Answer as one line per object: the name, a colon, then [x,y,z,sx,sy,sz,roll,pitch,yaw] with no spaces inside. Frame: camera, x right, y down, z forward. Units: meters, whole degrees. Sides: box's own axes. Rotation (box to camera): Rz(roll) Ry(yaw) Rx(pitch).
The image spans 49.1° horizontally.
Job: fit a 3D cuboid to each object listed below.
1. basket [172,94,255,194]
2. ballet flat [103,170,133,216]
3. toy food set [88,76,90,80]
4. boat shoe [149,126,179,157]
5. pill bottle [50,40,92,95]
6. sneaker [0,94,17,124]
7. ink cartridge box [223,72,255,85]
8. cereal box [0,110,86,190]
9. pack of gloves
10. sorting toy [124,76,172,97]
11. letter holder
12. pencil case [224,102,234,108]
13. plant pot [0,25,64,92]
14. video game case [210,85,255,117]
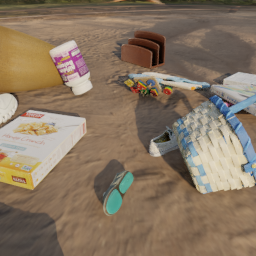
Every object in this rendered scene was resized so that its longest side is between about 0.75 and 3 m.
basket: [2.425,0.168,6.240,2.547,1.772,2.246,-27,26,14]
ballet flat: [-0.285,1.369,5.874,0.417,0.441,1.310,-16,18,31]
toy food set: [-2.362,-2.479,12.758,1.218,0.302,1.916,-22,36,-33]
boat shoe: [1.124,0.237,7.586,1.416,0.604,0.523,-20,35,-31]
pill bottle: [-2.078,-2.227,10.555,1.041,1.854,1.041,-21,23,9]
sneaker: [-4.537,-0.557,8.456,1.099,1.186,2.925,10,29,20]
ink cartridge box: [5.009,-1.954,11.748,1.485,0.322,1.458,23,35,39]
cereal box: [-2.554,0.384,7.372,1.964,0.540,2.730,9,30,15]
pack of gloves: [1.656,-1.747,11.425,2.997,0.591,2.518,19,19,32]
sorting toy: [0.664,-1.484,10.269,1.788,0.862,0.302,4,58,33]
letter holder: [0.763,-4.114,14.412,1.093,1.545,2.174,-25,38,-37]
pencil case: [3.325,-0.781,9.718,0.750,0.311,0.325,-3,32,-8]
plant pot: [-3.747,-2.558,11.108,2.657,2.476,2.476,2,26,-25]
video game case: [4.643,-1.017,9.807,2.610,0.287,2.379,-4,28,-23]
